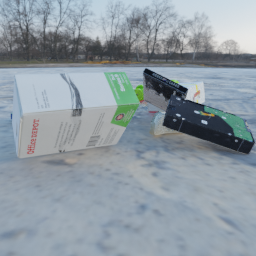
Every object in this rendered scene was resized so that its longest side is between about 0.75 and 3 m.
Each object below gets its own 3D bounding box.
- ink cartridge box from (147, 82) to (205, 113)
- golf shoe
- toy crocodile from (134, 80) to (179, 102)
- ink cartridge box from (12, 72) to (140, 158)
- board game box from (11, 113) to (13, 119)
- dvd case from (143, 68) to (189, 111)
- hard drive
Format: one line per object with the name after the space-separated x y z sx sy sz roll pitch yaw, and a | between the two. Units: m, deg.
1.817 -1.161 10.416 1.469 0.844 2.024 2 16 33 | ink cartridge box
1.259 -0.136 7.836 0.818 0.658 1.682 18 23 34 | golf shoe
1.005 -1.617 12.568 2.671 0.825 0.902 -17 17 15 | toy crocodile
-1.153 -0.282 5.809 2.267 1.655 0.953 -7 60 -28 | ink cartridge box
-3.131 -0.334 9.132 1.167 0.201 0.790 9 10 32 | board game box
1.071 -0.998 8.446 1.351 0.222 1.798 29 -14 13 | dvd case
1.912 -0.136 6.808 2.050 0.388 1.432 18 28 4 | hard drive
